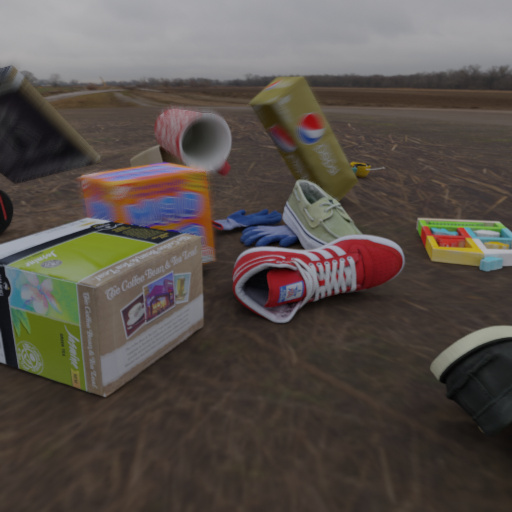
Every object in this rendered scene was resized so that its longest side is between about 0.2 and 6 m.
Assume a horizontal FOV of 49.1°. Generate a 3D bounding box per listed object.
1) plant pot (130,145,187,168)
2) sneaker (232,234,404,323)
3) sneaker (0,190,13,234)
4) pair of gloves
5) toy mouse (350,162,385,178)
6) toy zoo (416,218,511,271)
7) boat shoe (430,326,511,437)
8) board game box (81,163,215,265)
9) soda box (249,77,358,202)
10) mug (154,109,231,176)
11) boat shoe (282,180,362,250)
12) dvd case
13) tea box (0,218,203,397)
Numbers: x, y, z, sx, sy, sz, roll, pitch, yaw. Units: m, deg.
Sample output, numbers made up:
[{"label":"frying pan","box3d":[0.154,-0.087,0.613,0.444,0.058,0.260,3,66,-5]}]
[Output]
[{"label":"plant pot","box3d":[-2.495,-2.215,14.290,1.051,1.187,1.185,-6,15,23]},{"label":"sneaker","box3d":[0.798,0.274,7.163,2.292,0.816,1.289,-6,14,7]},{"label":"sneaker","box3d":[-5.678,-0.692,9.681,1.262,1.073,2.911,10,21,31]},{"label":"pair of gloves","box3d":[0.126,-0.536,10.566,1.664,0.236,2.070,-13,23,-38]},{"label":"toy mouse","box3d":[2.336,-2.413,15.936,1.742,0.379,1.960,-8,20,-24]},{"label":"toy zoo","box3d":[3.666,-0.227,9.583,1.526,0.238,2.326,3,18,9]},{"label":"boat shoe","box3d":[2.646,1.027,5.058,2.476,0.906,0.776,-4,47,-35]},{"label":"board game box","box3d":[-1.614,-0.554,8.363,1.399,1.400,1.401,-15,20,-30]},{"label":"soda box","box3d":[1.084,-2.423,12.134,0.906,2.831,0.959,-46,34,-15]},{"label":"mug","box3d":[-1.170,-1.993,10.012,0.968,1.288,1.451,-25,31,-21]},{"label":"boat shoe","box3d":[1.122,-0.593,9.488,0.918,0.791,2.549,-3,26,-24]},{"label":"dvd case","box3d":[-2.779,-1.420,6.409,1.254,0.135,1.686,-11,-25,13]},{"label":"tea box","box3d":[-1.758,0.421,6.118,1.751,1.189,1.779,9,21,26]}]
